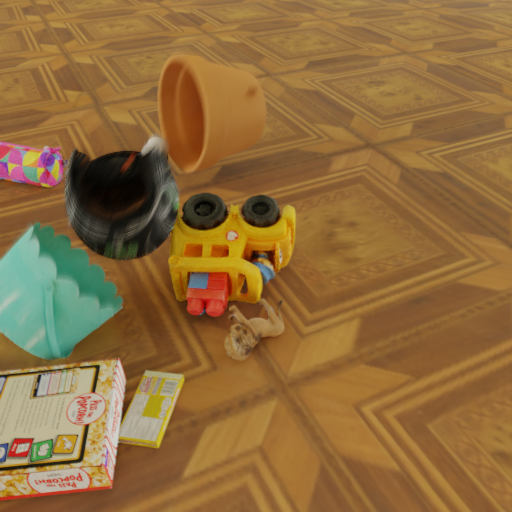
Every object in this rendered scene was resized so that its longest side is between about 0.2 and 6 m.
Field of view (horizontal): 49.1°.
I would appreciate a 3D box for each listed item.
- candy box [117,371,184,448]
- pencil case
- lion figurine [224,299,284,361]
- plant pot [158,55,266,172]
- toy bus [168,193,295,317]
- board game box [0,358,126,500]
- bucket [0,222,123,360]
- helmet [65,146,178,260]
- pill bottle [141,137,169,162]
[{"bbox_3d":[-1.504,2.177,8.063,0.618,0.160,1.209,2,38,13],"label":"candy box"},{"bbox_3d":[-5.567,-2.190,13.059,2.184,0.965,0.965,8,39,10],"label":"pencil case"},{"bbox_3d":[0.042,1.173,9.110,1.367,0.495,0.837,-16,53,-27],"label":"lion figurine"},{"bbox_3d":[-0.940,-3.249,12.600,1.728,2.468,2.468,-15,40,-30],"label":"plant pot"},{"bbox_3d":[-0.442,0.148,9.721,2.267,1.538,2.176,1,51,1],"label":"toy bus"},{"bbox_3d":[-3.027,2.298,7.497,2.320,0.537,1.757,-5,38,-1],"label":"board game box"},{"bbox_3d":[-3.145,0.576,8.615,1.266,1.946,1.946,-43,46,1],"label":"bucket"},{"bbox_3d":[-2.100,-0.881,8.878,1.905,1.816,1.905,1,81,-4],"label":"helmet"},{"bbox_3d":[-2.331,-2.142,12.651,0.629,0.629,1.086,5,50,7],"label":"pill bottle"}]
